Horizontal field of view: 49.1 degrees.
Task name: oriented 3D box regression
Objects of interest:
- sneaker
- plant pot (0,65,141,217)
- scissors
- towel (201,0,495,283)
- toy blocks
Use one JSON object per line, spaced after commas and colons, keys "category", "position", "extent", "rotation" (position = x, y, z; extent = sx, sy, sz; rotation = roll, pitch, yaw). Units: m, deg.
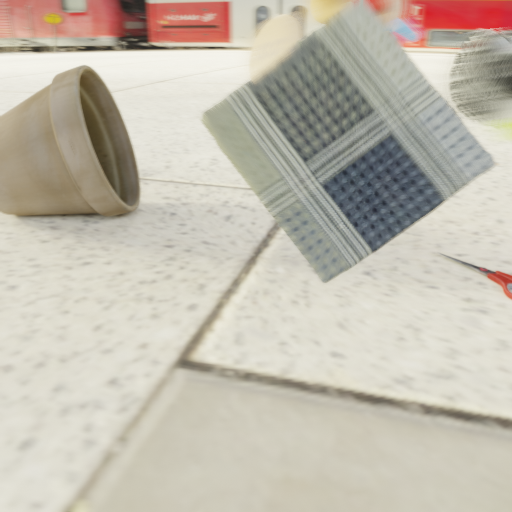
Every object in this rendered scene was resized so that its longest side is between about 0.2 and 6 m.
{"category": "sneaker", "position": [3.804, -2.085, 7.847], "extent": [1.226, 1.112, 2.887], "rotation": [3, 46, -35]}
{"category": "plant pot", "position": [-3.622, -1.759, 10.013], "extent": [2.306, 2.657, 2.657], "rotation": [-16, 24, 4]}
{"category": "scissors", "position": [3.405, 0.255, 8.064], "extent": [0.642, 0.122, 1.754], "rotation": [-12, 26, -19]}
{"category": "towel", "position": [0.650, -0.864, 4.176], "extent": [1.572, 1.633, 0.282], "rotation": [-36, -5, 1]}
{"category": "toy blocks", "position": [1.148, -2.725, 7.233], "extent": [2.386, 1.989, 0.866], "rotation": [12, -4, -38]}
